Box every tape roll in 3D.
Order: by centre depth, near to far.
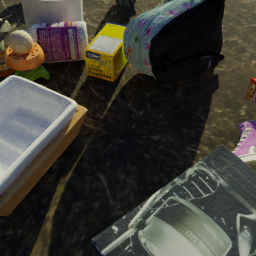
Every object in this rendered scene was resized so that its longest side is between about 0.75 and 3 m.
[{"bbox_3d":[-2.594,-4.172,9.758,2.051,1.408,2.051,3,47,-3],"label":"tape roll"}]

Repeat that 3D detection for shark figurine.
[{"bbox_3d":[-4.633,-2.840,9.021,1.664,1.163,2.786,2,29,38],"label":"shark figurine"}]

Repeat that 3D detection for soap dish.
[{"bbox_3d":[-2.666,0.290,6.319,2.339,1.208,2.973,23,55,18],"label":"soap dish"}]

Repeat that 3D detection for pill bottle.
[{"bbox_3d":[-2.328,-2.664,8.750,2.131,1.196,1.196,-6,51,-6],"label":"pill bottle"}]

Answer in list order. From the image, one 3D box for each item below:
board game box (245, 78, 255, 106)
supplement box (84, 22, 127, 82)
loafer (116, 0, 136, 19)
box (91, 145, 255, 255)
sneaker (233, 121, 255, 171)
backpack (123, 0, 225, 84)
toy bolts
[{"bbox_3d":[4.604,-0.421,6.736,2.100,0.642,2.773,-9,38,-16],"label":"board game box"},{"bbox_3d":[-0.524,-2.393,8.697,0.930,0.936,1.708,17,52,15],"label":"supplement box"},{"bbox_3d":[-0.082,-5.081,11.074,0.777,0.752,2.215,-1,55,-7],"label":"loafer"},{"bbox_3d":[1.408,2.281,4.350,2.809,1.771,2.857,-32,57,-21],"label":"box"},{"bbox_3d":[2.707,0.493,6.513,2.260,0.819,1.288,-14,45,-20],"label":"sneaker"},{"bbox_3d":[1.350,-2.556,8.181,2.926,2.442,1.852,-33,38,-21],"label":"backpack"},{"bbox_3d":[-3.762,-1.854,7.794,2.255,1.637,2.361,32,57,23],"label":"toy bolts"}]
